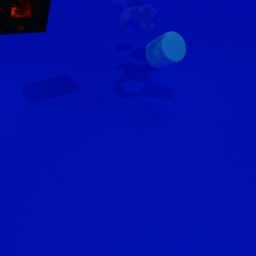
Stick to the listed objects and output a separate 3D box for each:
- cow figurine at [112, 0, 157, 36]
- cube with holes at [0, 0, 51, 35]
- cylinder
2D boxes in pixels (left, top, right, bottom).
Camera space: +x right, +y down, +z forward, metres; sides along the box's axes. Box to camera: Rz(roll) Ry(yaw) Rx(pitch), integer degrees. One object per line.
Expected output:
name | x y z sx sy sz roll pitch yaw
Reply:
cow figurine | 0.208 -3.427 8.010 1.462 1.438 0.802 12 0 29
cube with holes | -2.575 -2.993 6.151 1.269 1.269 1.269 -18 62 -36
cylinder | 1.000 -2.065 7.488 0.786 0.786 0.786 -22 8 -28
